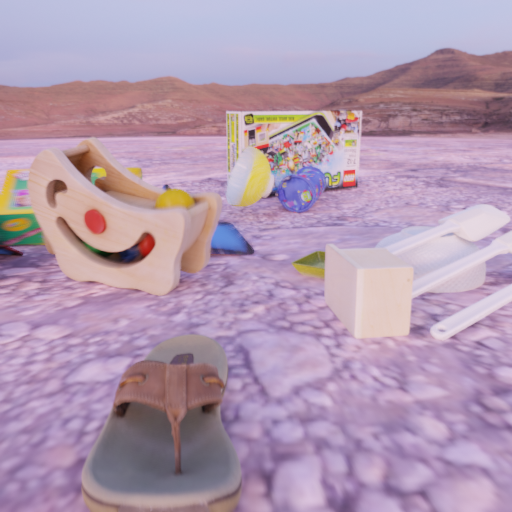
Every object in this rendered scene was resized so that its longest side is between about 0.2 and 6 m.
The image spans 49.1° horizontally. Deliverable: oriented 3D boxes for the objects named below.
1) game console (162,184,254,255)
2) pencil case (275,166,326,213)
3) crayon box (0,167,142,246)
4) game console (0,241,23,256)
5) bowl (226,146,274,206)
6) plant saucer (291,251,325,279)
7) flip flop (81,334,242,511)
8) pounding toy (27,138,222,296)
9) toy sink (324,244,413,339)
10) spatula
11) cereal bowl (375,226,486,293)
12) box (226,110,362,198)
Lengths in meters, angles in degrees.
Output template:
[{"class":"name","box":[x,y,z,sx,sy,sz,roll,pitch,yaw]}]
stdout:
[{"class":"game console","box":[-0.839,-0.636,9.529,0.899,1.297,1.519,-28,29,-8]},{"class":"pencil case","box":[1.119,-1.649,13.692,0.988,0.887,2.274,1,14,14]},{"class":"crayon box","box":[-3.328,-0.945,10.283,2.497,0.727,1.483,-3,39,-11]},{"class":"game console","box":[-4.459,0.074,8.710,1.171,0.695,1.009,2,46,10]},{"class":"bowl","box":[-0.040,-1.657,12.344,0.731,1.358,1.358,18,8,-21]},{"class":"plant saucer","box":[1.086,0.162,8.173,0.876,0.210,0.878,9,18,31]},{"class":"flip flop","box":[-0.593,0.997,4.023,1.004,0.712,2.475,0,15,0]},{"class":"pounding toy","box":[-1.886,-0.762,8.063,3.247,1.857,1.863,8,24,26]},{"class":"toy sink","box":[1.262,0.345,6.387,0.669,0.778,1.194,-2,14,-9]},{"class":"spatula","box":[2.667,0.066,7.014,2.848,0.229,1.980,-21,40,-25]},{"class":"cereal bowl","box":[2.450,-0.029,8.019,1.616,0.673,1.616,0,14,0]},{"class":"box","box":[1.136,-2.889,15.625,4.189,2.305,0.727,-10,18,-32]}]
